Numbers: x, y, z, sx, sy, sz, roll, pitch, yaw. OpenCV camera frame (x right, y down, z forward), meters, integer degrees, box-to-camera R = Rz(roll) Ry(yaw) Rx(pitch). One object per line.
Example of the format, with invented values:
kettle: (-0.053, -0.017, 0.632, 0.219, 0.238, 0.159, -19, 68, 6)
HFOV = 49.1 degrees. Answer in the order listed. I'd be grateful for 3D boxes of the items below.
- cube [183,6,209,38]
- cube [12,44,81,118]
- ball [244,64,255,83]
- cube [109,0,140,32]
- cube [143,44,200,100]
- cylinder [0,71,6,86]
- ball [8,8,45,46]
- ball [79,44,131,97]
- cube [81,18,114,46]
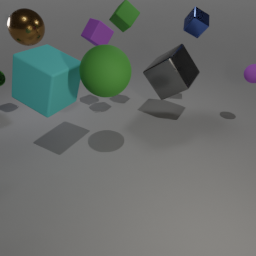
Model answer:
cube: (2.633, -4.055, 10.783, 0.700, 0.700, 0.700, 23, 57, -18)
cube: (-2.370, -1.418, 8.238, 1.400, 1.400, 1.400, 29, 37, 14)
ball: (4.642, -2.003, 10.324, 0.700, 0.700, 0.700, 0, 30, 0)
cube: (-0.126, -4.046, 10.144, 0.700, 0.700, 0.700, -58, 21, -12)
cube: (1.741, -2.212, 11.147, 1.400, 1.400, 1.400, -20, 23, 45)
cylinder: (-5.554, -2.028, 11.626, 0.700, 0.700, 0.700, -27, 16, -38)
ball: (-4.015, -3.987, 11.104, 1.400, 1.400, 1.400, 0, 30, 0)
ball: (-0.605, -1.529, 7.571, 1.400, 1.400, 1.400, 0, 30, 0)
cube: (-1.063, -3.278, 9.725, 0.700, 0.700, 0.700, 24, 7, -46)
